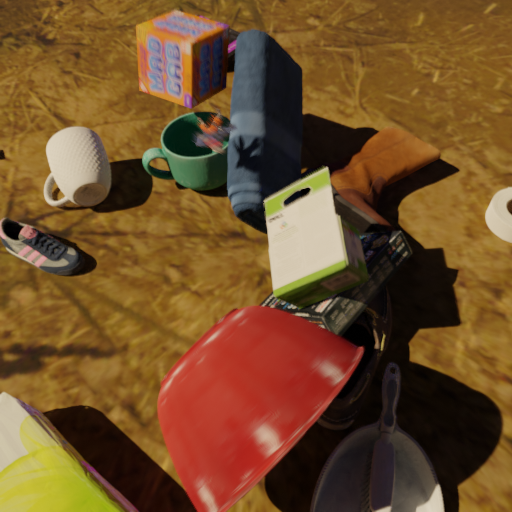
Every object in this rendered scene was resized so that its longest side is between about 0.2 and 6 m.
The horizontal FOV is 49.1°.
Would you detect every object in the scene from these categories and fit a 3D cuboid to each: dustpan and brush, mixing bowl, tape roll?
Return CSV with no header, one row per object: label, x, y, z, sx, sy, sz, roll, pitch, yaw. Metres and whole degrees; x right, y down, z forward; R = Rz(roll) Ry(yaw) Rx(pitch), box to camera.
dustpan and brush,1.746,2.695,7.704,1.717,0.704,2.461,10,53,7
mixing bowl,-0.174,1.574,6.644,1.454,2.684,2.684,44,62,6
tape roll,4.955,-0.761,10.571,1.135,0.397,1.135,0,52,0

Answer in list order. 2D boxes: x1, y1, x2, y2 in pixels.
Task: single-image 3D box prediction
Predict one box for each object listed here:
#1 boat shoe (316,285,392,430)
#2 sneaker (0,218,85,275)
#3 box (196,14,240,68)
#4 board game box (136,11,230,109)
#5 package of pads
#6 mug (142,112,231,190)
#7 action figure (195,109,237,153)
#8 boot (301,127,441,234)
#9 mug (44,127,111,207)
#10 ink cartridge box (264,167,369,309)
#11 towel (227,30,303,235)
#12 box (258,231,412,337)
boat shoe,1.550,1.284,8.716,0.997,0.826,2.775,18,54,14
sneaker,-3.859,-0.176,9.933,1.682,0.690,0.590,17,54,13
box,-1.209,-5.415,14.210,1.932,0.349,1.381,33,58,21
board game box,-1.291,-3.523,10.005,1.170,1.169,1.169,23,43,19
package of pads,-2.973,3.446,6.902,3.088,1.053,2.385,33,59,23
mug,-1.209,-2.000,11.085,1.731,1.070,1.422,6,52,11
action figure,-0.578,-1.878,8.522,0.681,0.356,0.659,-13,74,15
boot,2.490,-1.305,10.730,2.756,0.944,2.594,-29,43,-22
mug,-3.517,-1.543,10.861,1.489,1.099,1.305,-34,59,12
ink cartridge box,0.824,-0.259,8.100,1.230,0.630,1.664,-26,54,32
towel,0.139,-2.144,10.023,0.815,1.875,3.358,-5,74,30
box,1.213,0.421,8.991,2.142,0.493,1.702,-43,23,-29
